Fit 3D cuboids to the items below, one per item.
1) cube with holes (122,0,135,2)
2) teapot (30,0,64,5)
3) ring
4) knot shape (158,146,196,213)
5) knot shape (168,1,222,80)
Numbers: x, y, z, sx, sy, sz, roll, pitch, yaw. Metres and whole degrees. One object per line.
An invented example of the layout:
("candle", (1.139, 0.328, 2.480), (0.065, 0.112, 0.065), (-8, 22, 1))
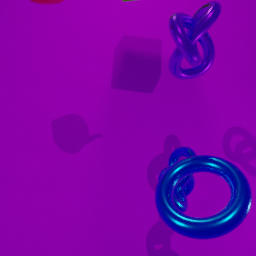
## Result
("cube with holes", (0.416, -4.305, 7.091), (1.355, 1.355, 1.355), (-1, 71, 12))
("teapot", (-1.474, -2.981, 5.460), (1.879, 0.920, 1.169), (-12, 80, 35))
("ring", (1.116, 0.999, 4.302), (1.445, 0.289, 1.445), (-14, 40, 12))
("knot shape", (1.100, 1.068, 6.079), (0.680, 1.471, 1.377), (12, 82, 18))
("knot shape", (1.235, -1.688, 5.427), (0.741, 1.500, 1.603), (20, 110, 26))
